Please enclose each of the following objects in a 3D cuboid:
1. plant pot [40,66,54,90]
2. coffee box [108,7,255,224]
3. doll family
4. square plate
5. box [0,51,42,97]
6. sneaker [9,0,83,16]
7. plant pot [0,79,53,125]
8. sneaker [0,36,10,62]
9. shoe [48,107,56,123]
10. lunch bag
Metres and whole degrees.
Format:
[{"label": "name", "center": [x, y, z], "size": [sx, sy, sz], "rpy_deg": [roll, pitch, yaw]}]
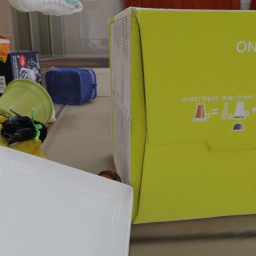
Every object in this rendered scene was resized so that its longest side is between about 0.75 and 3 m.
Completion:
[{"label": "plant pot", "center": [-3.731, -2.037, 11.884], "size": [1.288, 1.118, 1.288], "rpy_deg": [-1, 17, 0]}, {"label": "coffee box", "center": [1.046, -0.394, 4.282], "size": [2.500, 2.504, 2.476], "rpy_deg": [-3, 18, -8]}, {"label": "doll family", "center": [-1.154, 0.564, 3.252], "size": [2.530, 0.993, 1.462], "rpy_deg": [47, 35, 3]}, {"label": "square plate", "center": [-0.742, 0.950, 2.517], "size": [1.559, 0.222, 1.544], "rpy_deg": [19, 38, -9]}, {"label": "box", "center": [-3.657, -1.568, 9.144], "size": [0.963, 1.850, 1.684], "rpy_deg": [3, 18, 10]}, {"label": "sneaker", "center": [-1.797, -3.168, 6.625], "size": [1.207, 1.026, 2.728], "rpy_deg": [12, 18, 2]}, {"label": "plant pot", "center": [-2.594, -0.316, 6.484], "size": [1.316, 1.316, 1.210], "rpy_deg": [3, 30, 11]}, {"label": "sneaker", "center": [-3.308, -1.671, 5.944], "size": [0.673, 0.711, 1.844], "rpy_deg": [24, 19, 26]}, {"label": "shoe", "center": [-2.938, -0.447, 7.840], "size": [1.862, 0.497, 0.651], "rpy_deg": [2, 17, 5]}, {"label": "lunch bag", "center": [-1.947, -1.567, 10.204], "size": [1.791, 1.217, 1.185], "rpy_deg": [7, 19, 22]}]
